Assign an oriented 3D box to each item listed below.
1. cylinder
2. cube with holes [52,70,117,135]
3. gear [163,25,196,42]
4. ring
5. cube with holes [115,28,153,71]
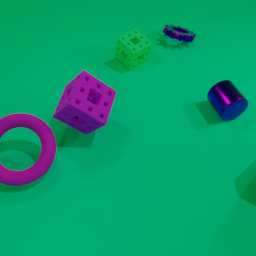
[{"bbox_3d":[3.065,-0.858,8.672,0.915,0.915,0.915,-14,52,-11],"label":"cylinder"},{"bbox_3d":[-1.206,-0.668,7.833,1.123,1.123,1.123,31,59,-26],"label":"cube with holes"},{"bbox_3d":[2.047,-3.780,11.167,1.293,0.239,1.293,10,35,-7],"label":"gear"},{"bbox_3d":[-2.822,0.537,7.248,1.897,0.379,1.897,1,78,-5],"label":"ring"},{"bbox_3d":[0.186,-2.845,10.162,0.893,0.893,0.893,-33,72,-24],"label":"cube with holes"}]
